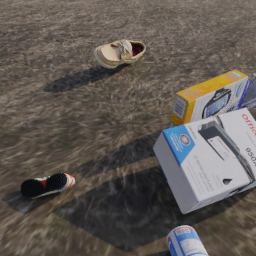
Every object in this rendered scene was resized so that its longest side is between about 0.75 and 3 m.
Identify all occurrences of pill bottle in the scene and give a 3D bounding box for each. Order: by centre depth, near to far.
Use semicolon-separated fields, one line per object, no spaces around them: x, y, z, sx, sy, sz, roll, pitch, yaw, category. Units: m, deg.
0.979;2.037;4.334;0.531;0.531;0.947;-6;26;-8;pill bottle

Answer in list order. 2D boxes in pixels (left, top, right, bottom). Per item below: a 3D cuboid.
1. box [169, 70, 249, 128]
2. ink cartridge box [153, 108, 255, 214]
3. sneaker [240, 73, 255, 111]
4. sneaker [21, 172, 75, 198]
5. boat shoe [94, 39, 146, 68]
2.112;-0.553;7.145;2.407;1.433;0.499;-24;48;-29;box
1.796;0.601;5.687;2.086;0.878;1.508;-15;63;-19;ink cartridge box
3.726;-1.228;7.572;0.747;1.999;0.819;-15;71;-51;sneaker
-1.626;1.198;5.759;1.151;0.538;0.405;-17;70;16;sneaker
-0.217;-2.765;9.991;0.864;0.921;2.498;-30;1;37;boat shoe
